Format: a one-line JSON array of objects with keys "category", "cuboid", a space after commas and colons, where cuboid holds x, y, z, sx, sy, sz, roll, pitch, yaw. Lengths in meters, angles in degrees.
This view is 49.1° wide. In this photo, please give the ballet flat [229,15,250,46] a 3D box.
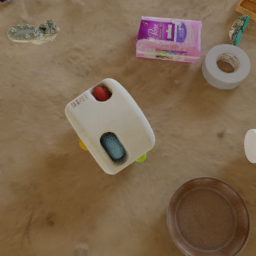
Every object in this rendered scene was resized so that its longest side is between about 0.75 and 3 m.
[{"category": "ballet flat", "cuboid": [3.587, -3.194, 9.239, 0.477, 0.477, 1.285, 29, 72, 9]}]

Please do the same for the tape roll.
[{"category": "tape roll", "cuboid": [3.042, -1.906, 8.727, 1.375, 0.454, 1.375, 0, 71, 1]}]

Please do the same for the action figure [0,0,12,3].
[{"category": "action figure", "cuboid": [-4.765, -5.327, 9.357, 2.243, 1.670, 1.503, 38, 81, -2]}]

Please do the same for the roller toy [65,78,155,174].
[{"category": "roller toy", "cuboid": [-0.536, -0.020, 7.152, 1.648, 2.152, 2.359, -34, 78, -6]}]

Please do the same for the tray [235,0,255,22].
[{"category": "tray", "cuboid": [4.462, -3.976, 9.544, 1.418, 0.263, 0.700, 35, 74, 10]}]

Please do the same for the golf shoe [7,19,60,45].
[{"category": "golf shoe", "cuboid": [-1.750, -1.684, 5.213, 0.975, 0.474, 0.382, -22, 75, -35]}]

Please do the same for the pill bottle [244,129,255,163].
[{"category": "pill bottle", "cuboid": [4.278, 0.451, 7.583, 1.912, 1.093, 1.093, -2, 71, 0]}]

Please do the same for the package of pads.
[{"category": "package of pads", "cuboid": [1.296, -2.816, 8.873, 2.035, 0.770, 1.226, 6, 68, 2]}]

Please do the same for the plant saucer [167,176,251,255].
[{"category": "plant saucer", "cuboid": [2.060, 2.360, 7.306, 2.146, 0.393, 2.146, 0, 70, 0]}]
